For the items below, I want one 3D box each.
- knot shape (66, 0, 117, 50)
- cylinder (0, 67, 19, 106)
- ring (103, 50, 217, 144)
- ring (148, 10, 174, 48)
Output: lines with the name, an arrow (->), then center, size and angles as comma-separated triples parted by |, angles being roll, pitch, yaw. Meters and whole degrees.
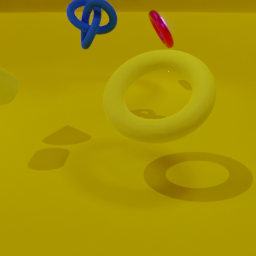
knot shape -> -1.089, -3.042, 7.730 | 1.373, 1.468, 0.678 | 53, 28, 12
cylinder -> -2.779, -0.916, 5.733 | 0.746, 0.746, 0.746 | 11, -9, 22
ring -> 0.546, -0.643, 5.175 | 2.083, 0.417, 2.083 | -7, 56, 11
ring -> 1.319, -3.908, 11.107 | 0.330, 1.651, 1.651 | -32, 24, 9
